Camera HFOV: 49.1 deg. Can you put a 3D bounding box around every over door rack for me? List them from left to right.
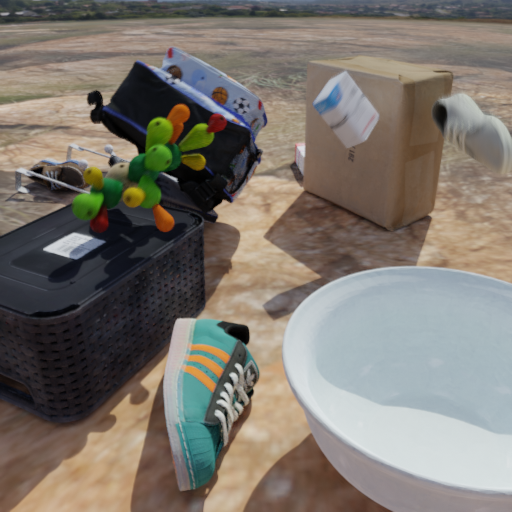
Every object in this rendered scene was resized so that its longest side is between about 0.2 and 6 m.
[{"bbox_3d":[-3.724,-2.114,12.956,3.024,1.007,2.234,9,29,16],"label":"over door rack"}]

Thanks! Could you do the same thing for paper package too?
[{"bbox_3d":[2.346,-2.435,11.550,1.512,2.924,2.787,-19,33,-31],"label":"paper package"}]

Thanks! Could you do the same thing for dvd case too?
[{"bbox_3d":[-1.832,-1.307,11.113,1.958,0.242,1.471,17,23,-42],"label":"dvd case"}]

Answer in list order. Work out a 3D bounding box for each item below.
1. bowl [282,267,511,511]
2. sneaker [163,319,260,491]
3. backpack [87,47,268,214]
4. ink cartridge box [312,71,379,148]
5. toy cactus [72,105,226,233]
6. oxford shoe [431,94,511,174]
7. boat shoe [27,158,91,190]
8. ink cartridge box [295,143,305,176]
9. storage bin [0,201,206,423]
[{"bbox_3d":[1.895,1.533,5.782,3.312,1.489,3.312,0,29,0],"label":"bowl"},{"bbox_3d":[-0.464,1.491,6.440,1.038,0.927,2.598,-6,28,-1],"label":"sneaker"},{"bbox_3d":[-1.134,-2.226,10.418,2.958,2.817,2.279,38,82,10],"label":"backpack"},{"bbox_3d":[1.543,-2.481,9.551,0.435,1.013,0.742,-12,37,52],"label":"ink cartridge box"},{"bbox_3d":[-1.535,-1.057,7.668,1.953,1.210,2.367,-12,34,55],"label":"toy cactus"},{"bbox_3d":[3.503,-1.995,9.199,0.649,0.844,2.246,-10,39,-4],"label":"oxford shoe"},{"bbox_3d":[-4.499,-1.779,12.773,1.914,0.692,0.693,10,33,37],"label":"boat shoe"},{"bbox_3d":[1.500,-2.365,13.909,0.869,0.503,1.491,-3,27,-5],"label":"ink cartridge box"},{"bbox_3d":[-2.319,0.454,7.677,2.173,1.507,3.214,14,29,23],"label":"storage bin"}]
